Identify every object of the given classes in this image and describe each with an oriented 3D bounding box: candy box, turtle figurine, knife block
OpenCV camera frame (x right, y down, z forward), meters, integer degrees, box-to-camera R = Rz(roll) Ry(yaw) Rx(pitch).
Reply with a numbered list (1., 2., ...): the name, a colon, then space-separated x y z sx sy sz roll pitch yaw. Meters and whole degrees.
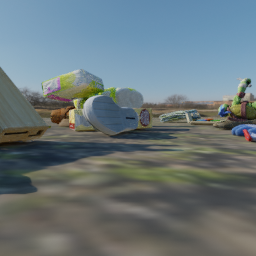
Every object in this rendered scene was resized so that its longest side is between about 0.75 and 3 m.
1. candy box: -0.533 -0.263 8.094 2.187 0.605 1.262 -1 3 -17
2. turtle figurine: 4.630 -0.894 9.903 2.457 1.768 2.383 -8 13 -44
3. knife block: -2.683 -1.031 4.363 2.844 2.496 0.910 1 4 23

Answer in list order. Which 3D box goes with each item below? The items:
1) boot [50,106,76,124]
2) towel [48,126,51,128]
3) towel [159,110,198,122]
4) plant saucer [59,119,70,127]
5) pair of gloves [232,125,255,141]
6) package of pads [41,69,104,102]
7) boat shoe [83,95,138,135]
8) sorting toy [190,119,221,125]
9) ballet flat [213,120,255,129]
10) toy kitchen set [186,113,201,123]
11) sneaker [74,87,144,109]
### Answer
1. boot: -2.426 -0.637 13.202 2.105 1.002 2.721 -5 0 -4
2. towel: -3.062 -0.038 9.207 0.971 0.088 0.418 -2 4 -36
3. towel: 3.054 -0.719 16.717 1.794 0.505 2.096 -10 -3 30
4. plant saucer: -1.635 -0.208 10.826 2.045 0.301 2.045 1 2 0
5. pair of gloves: 2.879 0.070 5.001 1.808 0.256 2.249 1 3 14
6. package of pads: -1.823 -1.361 9.254 1.699 0.579 1.313 -13 -9 21
7. boat shoe: -0.470 -0.152 6.137 0.727 0.800 2.176 -14 -13 22
8. sorting toy: 3.932 -0.263 12.088 2.032 0.272 1.514 2 4 44
9. ballet flat: 3.365 -0.147 8.222 1.669 0.387 0.562 0 3 9
10. toy kitchen set: 3.549 -0.446 15.628 0.908 0.535 0.727 -2 -21 -24
11. sneaker: -0.844 -1.244 11.205 2.841 1.076 1.492 -2 21 -27
